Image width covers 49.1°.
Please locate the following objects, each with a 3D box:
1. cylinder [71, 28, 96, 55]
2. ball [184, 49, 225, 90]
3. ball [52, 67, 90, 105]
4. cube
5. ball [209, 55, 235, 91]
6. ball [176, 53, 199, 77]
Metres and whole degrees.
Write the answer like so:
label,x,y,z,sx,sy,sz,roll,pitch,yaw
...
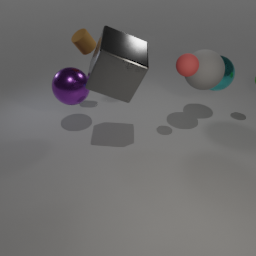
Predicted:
label,x,y,z,sx,sy,sz,roll,pitch,yaw
cylinder,-1.678,-3.282,10.665,0.700,0.700,0.700,-18,51,23
ball,2.673,-2.042,9.862,1.400,1.400,1.400,0,31,0
ball,-2.110,-1.544,10.393,1.400,1.400,1.400,0,31,0
cube,-0.317,-1.852,8.237,1.400,1.400,1.400,17,44,-15
ball,3.536,-2.187,11.200,1.400,1.400,1.400,0,31,0
ball,1.822,-1.929,8.592,0.700,0.700,0.700,0,31,0
